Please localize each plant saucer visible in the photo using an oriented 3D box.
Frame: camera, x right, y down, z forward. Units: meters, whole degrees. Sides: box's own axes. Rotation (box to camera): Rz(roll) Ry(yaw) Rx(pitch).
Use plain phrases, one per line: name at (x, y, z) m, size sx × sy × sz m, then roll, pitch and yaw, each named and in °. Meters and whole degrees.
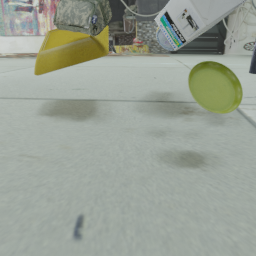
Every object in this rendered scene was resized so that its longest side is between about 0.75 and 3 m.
plant saucer at (1.579, -0.730, 5.152) m, size 1.087 × 1.087 × 0.169 m, roll -5°, pitch -19°, yaw -15°
plant saucer at (-1.872, -2.833, 9.186) m, size 2.437 × 0.590 × 2.436 m, roll -14°, pitch 40°, yaw 7°

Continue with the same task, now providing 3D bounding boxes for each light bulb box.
light bulb box at (2.178, -3.572, 8.321) m, size 1.992 × 1.254 × 2.010 m, roll -35°, pitch 6°, yaw -15°

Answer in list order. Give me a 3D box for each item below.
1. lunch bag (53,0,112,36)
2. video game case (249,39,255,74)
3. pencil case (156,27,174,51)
lunch bag at (-1.202, -2.987, 7.430) m, size 1.316 × 0.917 × 1.104 m, roll 16°, pitch 64°, yaw 20°
video game case at (3.818, -2.941, 7.807) m, size 0.263 × 1.982 × 2.775 m, roll 14°, pitch 37°, yaw 20°
pencil case at (1.989, -4.053, 10.612) m, size 1.064 × 1.161 × 2.559 m, roll -15°, pitch 34°, yaw 50°
